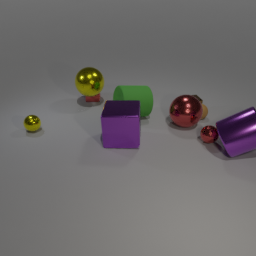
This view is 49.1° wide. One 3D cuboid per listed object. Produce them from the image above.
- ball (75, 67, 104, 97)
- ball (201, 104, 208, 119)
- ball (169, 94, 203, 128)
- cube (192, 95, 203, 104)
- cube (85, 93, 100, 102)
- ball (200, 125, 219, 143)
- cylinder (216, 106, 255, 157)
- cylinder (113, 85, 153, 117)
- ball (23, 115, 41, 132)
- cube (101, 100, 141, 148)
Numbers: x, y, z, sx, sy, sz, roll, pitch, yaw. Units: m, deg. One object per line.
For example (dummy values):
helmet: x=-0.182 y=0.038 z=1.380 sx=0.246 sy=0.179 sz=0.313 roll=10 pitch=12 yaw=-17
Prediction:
ball: x=-1.819 y=-2.190 z=13.308 sx=1.400 sy=1.400 sz=1.400 roll=0 pitch=30 yaw=0
ball: x=3.250 y=-0.748 z=12.620 sx=0.700 sy=0.700 sz=0.700 roll=0 pitch=30 yaw=0
ball: x=2.445 y=-0.713 z=11.845 sx=1.400 sy=1.400 sz=1.400 roll=0 pitch=30 yaw=0
cube: x=3.022 y=-1.101 z=13.221 sx=0.700 sy=0.700 sz=0.700 roll=-7 pitch=31 yaw=-12
cube: x=-1.811 y=-1.804 z=14.433 sx=0.700 sy=0.700 sz=0.700 roll=-1 pitch=30 yaw=-1
ball: x=3.141 y=0.242 z=10.772 sx=0.700 sy=0.700 sz=0.700 roll=0 pitch=30 yaw=0
cylinder: x=4.036 y=0.150 z=9.878 sx=1.400 sy=1.400 sz=1.400 roll=-26 pitch=22 yaw=22
cylinder: x=0.205 y=-1.189 z=12.478 sx=1.400 sy=1.400 sz=1.400 roll=-4 pitch=29 yaw=-23
ball: x=-3.972 y=-0.203 z=11.622 sx=0.700 sy=0.700 sz=0.700 roll=0 pitch=30 yaw=0
cube: x=-0.227 y=-0.165 z=10.849 sx=1.400 sy=1.400 sz=1.400 roll=0 pitch=30 yaw=4
